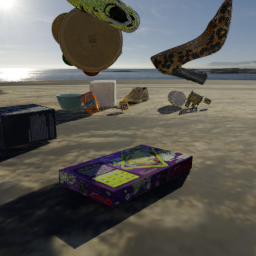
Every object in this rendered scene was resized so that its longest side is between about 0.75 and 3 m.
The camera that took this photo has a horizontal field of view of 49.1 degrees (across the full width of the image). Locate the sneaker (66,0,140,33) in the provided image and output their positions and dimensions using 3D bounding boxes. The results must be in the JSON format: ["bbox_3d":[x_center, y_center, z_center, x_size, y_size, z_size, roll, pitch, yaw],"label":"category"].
[{"bbox_3d":[-0.795,-3.796,8.491,2.593,0.978,0.991,24,15,-2],"label":"sneaker"}]

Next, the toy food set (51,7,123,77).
[{"bbox_3d":[-1.559,-3.647,11.691,2.812,2.783,0.684,-27,15,-12],"label":"toy food set"}]

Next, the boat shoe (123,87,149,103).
[{"bbox_3d":[0.439,-1.890,15.776,0.931,0.843,2.613,5,13,23],"label":"boat shoe"}]

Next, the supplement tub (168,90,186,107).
[{"bbox_3d":[2.464,-1.529,14.296,0.767,0.767,1.061,-1,11,-7],"label":"supplement tub"}]

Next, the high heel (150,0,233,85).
[{"bbox_3d":[2.018,-2.935,9.021,2.024,2.839,1.014,17,24,-4],"label":"high heel"}]

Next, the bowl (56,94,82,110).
[{"bbox_3d":[-2.662,-1.203,12.982,1.303,0.681,1.303,0,11,0],"label":"bowl"}]

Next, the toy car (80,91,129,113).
[{"bbox_3d":[-0.922,-1.082,11.955,2.115,1.037,0.704,-10,46,-14],"label":"toy car"}]

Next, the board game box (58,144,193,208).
[{"bbox_3d":[0.045,0.727,4.973,1.297,0.349,2.161,16,20,40],"label":"board game box"}]

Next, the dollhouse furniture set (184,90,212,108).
[{"bbox_3d":[3.358,-1.129,13.711,1.068,0.594,0.945,29,60,1],"label":"dollhouse furniture set"}]

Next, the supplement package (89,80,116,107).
[{"bbox_3d":[-1.252,-1.820,14.503,1.233,1.237,2.109,0,12,0],"label":"supplement package"}]

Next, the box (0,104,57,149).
[{"bbox_3d":[-2.856,-0.100,7.373,1.409,0.875,1.420,-11,16,-40],"label":"box"}]
